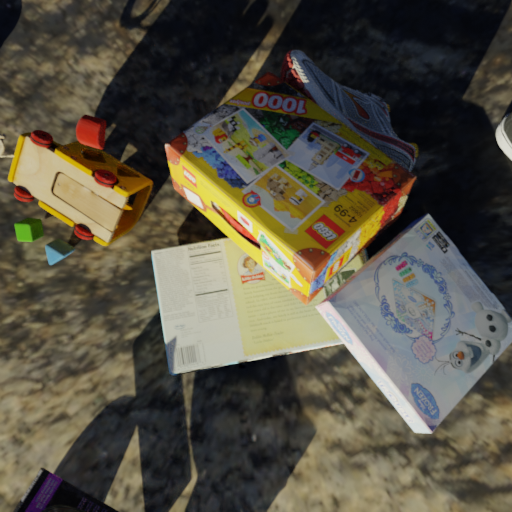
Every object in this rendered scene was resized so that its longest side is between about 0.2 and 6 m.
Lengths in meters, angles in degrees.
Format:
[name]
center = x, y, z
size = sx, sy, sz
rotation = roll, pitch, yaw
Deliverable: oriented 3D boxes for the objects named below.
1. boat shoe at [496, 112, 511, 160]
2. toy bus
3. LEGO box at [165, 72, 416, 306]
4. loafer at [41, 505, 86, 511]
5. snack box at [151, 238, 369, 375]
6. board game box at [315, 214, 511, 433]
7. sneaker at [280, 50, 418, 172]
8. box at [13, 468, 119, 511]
[boat shoe]
center = 5.356, -1.480, 9.363
size = 1.049, 0.970, 2.841
rotation = -37, 81, -7
[toy bus]
center = -2.917, -1.271, 9.174
size = 2.275, 1.246, 2.411
rotation = -10, 107, 22
[LEGO box]
center = 0.475, -1.131, 8.675
size = 2.262, 1.172, 3.038
rotation = -41, 68, -20
[loafer]
center = -1.837, 4.508, 7.539
size = 2.988, 1.080, 1.088
rotation = 49, 60, -15
[snack box]
center = 0.171, 0.623, 9.024
size = 3.413, 0.633, 1.983
rotation = -9, 78, -5
[board game box]
center = 2.539, 0.978, 8.621
size = 2.399, 0.523, 2.411
rotation = -37, 88, -24
[sneaker]
center = 1.530, -2.351, 9.579
size = 1.211, 1.148, 2.949
rotation = -41, 90, -13
[box]
center = -2.642, 4.161, 8.026
size = 1.944, 0.351, 1.390
rotation = 37, 62, -14
